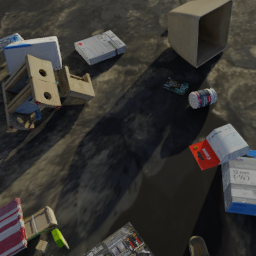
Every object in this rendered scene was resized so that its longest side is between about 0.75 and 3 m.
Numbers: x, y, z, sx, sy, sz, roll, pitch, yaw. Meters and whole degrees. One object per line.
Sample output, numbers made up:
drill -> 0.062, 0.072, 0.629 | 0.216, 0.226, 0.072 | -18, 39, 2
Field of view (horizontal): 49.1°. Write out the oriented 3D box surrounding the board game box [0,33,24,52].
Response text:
board game box -> -5.838, -3.659, 12.833 | 2.089, 0.270, 2.088 | -25, 13, -8

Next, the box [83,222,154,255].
box -> -0.236, 3.689, 7.894 | 1.634, 0.407, 1.289 | -30, 57, -22

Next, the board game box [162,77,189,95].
board game box -> 2.125, -1.878, 12.481 | 1.030, 0.145, 0.696 | 24, 55, 17

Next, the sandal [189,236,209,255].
sandal -> 2.134, 3.799, 7.785 | 0.663, 0.446, 1.650 | -9, 52, -7

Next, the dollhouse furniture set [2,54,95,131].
dollhouse furniture set -> -3.037, -1.135, 11.129 | 2.876, 2.027, 2.015 | 9, 57, -49

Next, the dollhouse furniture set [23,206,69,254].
dollhouse furniture set -> -2.386, 3.374, 8.217 | 1.031, 0.796, 2.063 | -30, 38, -13

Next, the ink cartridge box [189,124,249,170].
ink cartridge box -> 2.252, 0.456, 7.095 | 1.218, 0.288, 0.975 | -21, 36, 4

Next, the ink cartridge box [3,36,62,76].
ink cartridge box -> -3.985, -3.170, 12.093 | 2.041, 1.179, 2.796 | -11, 24, -10

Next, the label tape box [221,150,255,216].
label tape box -> 4.152, 1.576, 9.308 | 1.819, 0.839, 2.539 | 6, 53, 5

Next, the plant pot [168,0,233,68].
plant pot -> 3.272, -4.805, 13.536 | 2.464, 2.466, 2.184 | -35, 48, -24

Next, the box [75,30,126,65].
box -> -1.378, -4.049, 14.024 | 2.066, 0.425, 1.611 | -27, 56, -21

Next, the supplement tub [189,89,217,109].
supplement tub -> 3.093, -1.234, 11.625 | 0.973, 0.683, 0.683 | -15, 53, -11

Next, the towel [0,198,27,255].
towel -> -3.608, 3.019, 8.322 | 1.142, 0.180, 1.586 | -32, 54, 6
